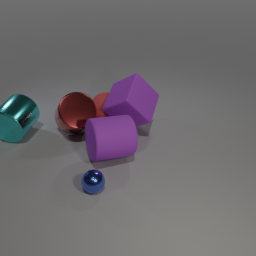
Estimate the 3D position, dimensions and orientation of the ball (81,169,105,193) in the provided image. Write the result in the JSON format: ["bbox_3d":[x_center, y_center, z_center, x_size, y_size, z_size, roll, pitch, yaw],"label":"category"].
[{"bbox_3d":[-1.031,1.584,8.308,0.700,0.700,0.700,0,30,0],"label":"ball"}]

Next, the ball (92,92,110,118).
[{"bbox_3d":[-0.917,-0.803,11.797,1.400,1.400,1.400,0,30,0],"label":"ball"}]

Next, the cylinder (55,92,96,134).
[{"bbox_3d":[-2.052,-0.546,10.826,1.400,1.400,1.400,-13,-4,-21],"label":"cylinder"}]

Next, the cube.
[{"bbox_3d":[0.130,-0.997,10.856,1.400,1.400,1.400,-16,45,44],"label":"cube"}]

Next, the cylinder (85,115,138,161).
[{"bbox_3d":[-0.578,0.318,9.322,1.400,1.400,1.400,-7,30,-22],"label":"cylinder"}]

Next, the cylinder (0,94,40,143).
[{"bbox_3d":[-4.384,-0.388,10.881,1.400,1.400,1.400,6,38,11],"label":"cylinder"}]
